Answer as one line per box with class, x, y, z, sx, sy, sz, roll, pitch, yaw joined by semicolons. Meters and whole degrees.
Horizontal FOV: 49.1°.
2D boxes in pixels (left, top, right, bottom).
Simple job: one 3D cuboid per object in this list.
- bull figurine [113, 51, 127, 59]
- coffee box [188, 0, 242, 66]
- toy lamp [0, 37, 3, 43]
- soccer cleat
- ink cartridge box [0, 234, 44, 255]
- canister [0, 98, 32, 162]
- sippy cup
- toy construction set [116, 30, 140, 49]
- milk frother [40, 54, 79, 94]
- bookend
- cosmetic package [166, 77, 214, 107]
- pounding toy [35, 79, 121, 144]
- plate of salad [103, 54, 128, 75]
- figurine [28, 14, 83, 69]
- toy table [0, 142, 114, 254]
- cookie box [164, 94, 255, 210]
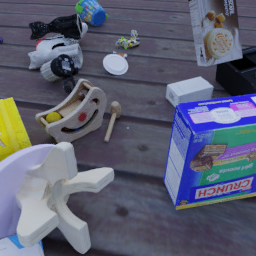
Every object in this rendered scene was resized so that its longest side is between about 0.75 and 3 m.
bull figurine;-0.431;-2.976;11.856;0.587;0.315;0.967;17;44;13
coffee box;2.633;-2.993;8.459;1.156;2.021;0.806;-13;16;-3
toy lamp;-6.312;-3.904;12.971;0.323;0.323;1.111;20;45;22
soccer cleat;-2.728;-3.834;12.474;1.231;0.991;2.889;36;54;22
ink cartridge box;-1.928;2.799;4.865;1.030;0.603;1.776;-15;43;-17
canister;-4.092;0.466;7.134;2.878;1.246;2.138;-20;44;-20
sippy cup;-1.871;-6.140;14.955;1.714;1.346;1.256;-33;61;-20
toy construction set;0.078;-4.057;13.019;0.790;0.555;1.205;30;60;31
milk frother;-2.496;-1.849;10.211;1.186;1.138;1.261;-10;59;46
bookend;4.680;-1.828;9.739;2.310;1.071;2.324;-15;42;-7
cosmetic package;2.111;-1.234;9.638;1.410;0.572;0.795;-14;43;-18
pounding toy;-1.164;-0.402;7.987;2.507;1.433;1.438;-30;49;-30
plate of salad;-0.505;-2.542;11.296;1.035;0.249;1.035;7;61;-13
figurine;-3.043;-3.467;11.512;2.235;0.986;2.291;-4;74;4
toy table;-1.540;1.326;5.553;1.485;2.330;2.535;8;36;33
cookie box;2.002;0.578;6.027;2.113;2.470;0.928;-8;44;-9
